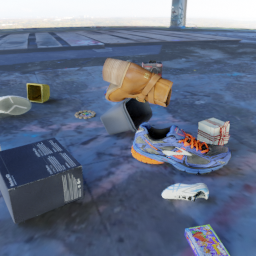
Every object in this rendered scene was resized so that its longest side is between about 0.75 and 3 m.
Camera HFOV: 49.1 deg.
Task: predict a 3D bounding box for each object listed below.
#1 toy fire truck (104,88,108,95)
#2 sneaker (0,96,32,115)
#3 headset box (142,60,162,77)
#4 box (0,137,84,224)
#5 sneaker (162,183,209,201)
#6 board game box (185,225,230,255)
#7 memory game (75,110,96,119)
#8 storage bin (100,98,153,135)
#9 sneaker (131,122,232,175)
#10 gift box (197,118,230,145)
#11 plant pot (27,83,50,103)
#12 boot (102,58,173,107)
[{"bbox_3d":[-0.454,-1.862,13.064,1.288,0.860,1.534,-20,20,15],"label":"toy fire truck"},{"bbox_3d":[-4.901,-0.949,11.000,2.176,0.765,0.872,-4,22,-8],"label":"sneaker"},{"bbox_3d":[1.216,-2.795,14.263,0.985,1.325,0.497,0,25,-2],"label":"headset box"},{"bbox_3d":[-2.095,1.085,6.444,1.560,0.892,1.713,-14,28,-31],"label":"box"},{"bbox_3d":[1.290,1.466,6.287,1.060,0.381,0.384,-6,40,-1],"label":"sneaker"},{"bbox_3d":[1.417,2.123,5.088,0.508,0.169,0.756,-6,26,-12],"label":"board game box"},{"bbox_3d":[-1.670,-0.540,10.938,0.832,0.053,0.832,0,25,0],"label":"memory game"},{"bbox_3d":[-0.042,-0.398,9.532,1.170,1.268,1.743,-19,15,30],"label":"storage bin"},{"bbox_3d":[1.380,0.489,7.529,2.719,1.066,1.024,7,27,14],"label":"sneaker"},{"bbox_3d":[2.723,0.113,8.705,0.829,0.765,0.774,-20,29,-24],"label":"gift box"},{"bbox_3d":[-3.896,-1.603,12.441,0.787,0.792,0.810,9,17,18],"label":"plant pot"},{"bbox_3d":[0.354,-1.156,8.457,1.962,2.527,0.969,20,72,8],"label":"boot"}]
